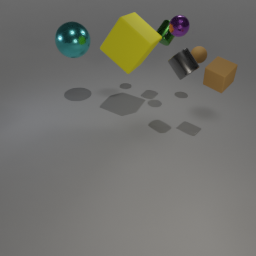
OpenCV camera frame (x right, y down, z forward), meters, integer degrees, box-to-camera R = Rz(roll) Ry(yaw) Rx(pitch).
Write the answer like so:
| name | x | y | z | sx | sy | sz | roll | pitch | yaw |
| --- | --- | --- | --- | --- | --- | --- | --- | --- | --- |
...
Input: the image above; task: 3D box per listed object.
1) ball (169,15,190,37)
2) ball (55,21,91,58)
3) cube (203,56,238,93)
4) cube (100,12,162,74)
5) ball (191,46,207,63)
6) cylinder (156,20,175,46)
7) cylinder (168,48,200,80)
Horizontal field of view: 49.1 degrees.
| name | x | y | z | sx | sy | sz | roll | pitch | yaw |
| --- | --- | --- | --- | --- | --- | --- | --- | --- | --- |
| ball | 1.732 | -3.447 | 9.477 | 0.700 | 0.700 | 0.700 | 0 | 33 | 0 |
| ball | -2.196 | -3.500 | 11.166 | 1.400 | 1.400 | 1.400 | 0 | 33 | 0 |
| cube | 2.840 | -1.650 | 8.674 | 0.700 | 0.700 | 0.700 | 35 | 64 | 29 |
| cube | 0.122 | -3.075 | 10.113 | 1.400 | 1.400 | 1.400 | 42 | 36 | -2 |
| ball | 2.964 | -3.065 | 11.747 | 0.700 | 0.700 | 0.700 | 0 | 33 | 0 |
| cylinder | 1.481 | -3.675 | 10.829 | 0.700 | 0.700 | 0.700 | 34 | 89 | 40 |
| cylinder | 1.688 | -1.937 | 8.492 | 0.700 | 0.700 | 0.700 | -34 | 2 | 1 |
